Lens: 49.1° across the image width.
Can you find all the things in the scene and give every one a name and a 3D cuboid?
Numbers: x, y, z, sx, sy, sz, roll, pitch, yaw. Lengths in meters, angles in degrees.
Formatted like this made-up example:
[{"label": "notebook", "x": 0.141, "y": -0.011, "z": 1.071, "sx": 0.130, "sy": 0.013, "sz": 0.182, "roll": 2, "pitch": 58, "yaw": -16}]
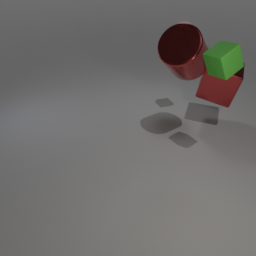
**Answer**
[{"label": "cylinder", "x": 1.829, "y": -2.406, "z": 9.011, "sx": 1.400, "sy": 1.400, "sz": 1.400, "roll": 18, "pitch": -1, "yaw": 28}, {"label": "cube", "x": 2.584, "y": -1.843, "z": 7.594, "sx": 0.700, "sy": 0.700, "sz": 0.700, "roll": -37, "pitch": 37, "yaw": -11}, {"label": "cube", "x": 3.690, "y": -1.927, "z": 11.244, "sx": 1.400, "sy": 1.400, "sz": 1.400, "roll": 21, "pitch": 42, "yaw": 9}]
